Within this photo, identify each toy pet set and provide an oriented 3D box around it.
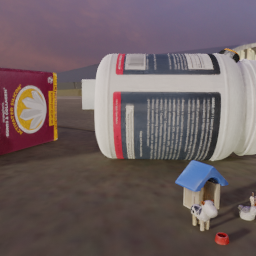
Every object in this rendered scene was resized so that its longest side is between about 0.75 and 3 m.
[{"bbox_3d":[0.803,0.529,2.305,0.757,0.402,0.707,-4,9,-27],"label":"toy pet set"}]

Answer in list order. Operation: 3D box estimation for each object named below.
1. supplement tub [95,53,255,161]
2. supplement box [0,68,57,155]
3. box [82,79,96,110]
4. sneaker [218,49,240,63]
[{"bbox_3d":[0.705,-0.305,4.133,2.217,1.556,1.556,1,8,3],"label":"supplement tub"},{"bbox_3d":[-2.337,-0.302,4.670,1.077,1.388,2.515,4,9,20],"label":"supplement box"},{"bbox_3d":[-0.925,-1.868,15.503,2.265,1.582,2.974,2,8,15],"label":"box"},{"bbox_3d":[2.013,-0.759,6.265,1.004,0.991,2.566,28,-10,15],"label":"sneaker"}]
